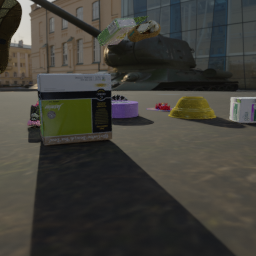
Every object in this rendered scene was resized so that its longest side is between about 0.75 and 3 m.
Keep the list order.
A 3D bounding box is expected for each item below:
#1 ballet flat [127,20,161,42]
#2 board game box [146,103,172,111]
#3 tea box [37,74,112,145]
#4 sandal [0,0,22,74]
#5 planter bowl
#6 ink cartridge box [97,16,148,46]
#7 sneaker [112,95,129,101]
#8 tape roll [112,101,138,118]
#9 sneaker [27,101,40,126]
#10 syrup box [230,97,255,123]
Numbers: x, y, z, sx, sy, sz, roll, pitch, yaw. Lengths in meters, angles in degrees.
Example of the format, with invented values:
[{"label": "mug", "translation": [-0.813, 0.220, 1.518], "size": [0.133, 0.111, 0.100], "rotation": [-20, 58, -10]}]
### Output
[{"label": "ballet flat", "translation": [0.416, -2.047, 5.804], "size": [1.036, 0.356, 0.327], "rotation": [-38, -2, -37]}, {"label": "board game box", "translation": [2.196, -1.366, 17.621], "size": [2.136, 0.416, 1.687], "rotation": [8, 12, 42]}, {"label": "tea box", "translation": [-1.635, -0.635, 8.514], "size": [2.038, 2.004, 1.361], "rotation": [-4, 10, -20]}, {"label": "sandal", "translation": [-4.290, -3.064, 9.321], "size": [1.060, 2.638, 0.712], "rotation": [12, 2, -32]}, {"label": "planter bowl", "translation": [3.279, -1.091, 14.269], "size": [2.415, 1.006, 2.415], "rotation": [0, 10, 0]}, {"label": "ink cartridge box", "translation": [-0.142, -4.379, 12.627], "size": [2.148, 0.515, 1.563], "rotation": [-21, -2, -40]}, {"label": "sneaker", "translation": [-0.791, -1.653, 17.976], "size": [2.327, 0.938, 0.971], "rotation": [6, 6, 36]}, {"label": "tape roll", "translation": [-0.566, -0.992, 14.529], "size": [2.193, 0.720, 2.193], "rotation": [0, 9, 0]}, {"label": "sneaker", "translation": [-3.543, -0.666, 11.735], "size": [0.849, 1.025, 2.149], "rotation": [-2, 8, 1]}, {"label": "syrup box", "translation": [6.013, -0.821, 12.422], "size": [2.701, 1.064, 1.100], "rotation": [-1, 10, -5]}]
